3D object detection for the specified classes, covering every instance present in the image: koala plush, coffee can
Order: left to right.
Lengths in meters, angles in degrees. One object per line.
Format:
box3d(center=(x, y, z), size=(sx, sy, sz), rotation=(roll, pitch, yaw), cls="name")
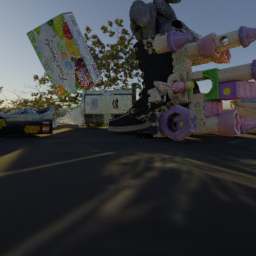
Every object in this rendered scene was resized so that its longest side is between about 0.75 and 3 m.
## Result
box3d(center=(-0.672, -0.738, 10.673), size=(1.993, 1.459, 1.459), rotation=(0, 2, 2), cls="coffee can")
box3d(center=(1.253, -2.921, 8.595), size=(1.792, 2.021, 1.857), rotation=(-39, -17, -17), cls="koala plush")

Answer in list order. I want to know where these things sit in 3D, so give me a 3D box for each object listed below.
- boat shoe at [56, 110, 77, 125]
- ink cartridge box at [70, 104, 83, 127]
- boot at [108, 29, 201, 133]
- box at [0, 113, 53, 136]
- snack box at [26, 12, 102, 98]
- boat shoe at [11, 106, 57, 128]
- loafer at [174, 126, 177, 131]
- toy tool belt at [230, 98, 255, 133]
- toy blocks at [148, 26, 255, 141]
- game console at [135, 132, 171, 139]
box3d(center=(-3.229, -0.631, 16.239), size=(0.899, 0.856, 2.497), rotation=(1, 2, 32), cls="boat shoe")
box3d(center=(-1.499, -0.785, 12.480), size=(1.474, 0.851, 2.026), rotation=(-32, 0, 5), cls="ink cartridge box")
box3d(center=(0.469, -0.945, 6.610), size=(2.649, 1.995, 0.969), rotation=(-12, -3, 43), cls="boot")
box3d(center=(-2.931, -0.064, 5.764), size=(2.318, 0.462, 1.587), rotation=(-1, 2, -34), cls="box")
box3d(center=(-2.637, -2.954, 11.685), size=(2.103, 2.957, 0.783), rotation=(-14, 18, 31), cls="snack box")
box3d(center=(-3.079, -0.352, 9.069), size=(0.926, 0.806, 2.513), rotation=(1, 2, 16), cls="boat shoe")
box3d(center=(1.555, -0.191, 7.240), size=(1.736, 0.616, 0.634), rotation=(2, 3, 45), cls="loafer")
box3d(center=(3.749, -0.590, 7.019), size=(2.317, 1.424, 1.447), rotation=(1, 2, 23), cls="toy tool belt")
box3d(center=(1.662, -0.807, 4.970), size=(1.816, 2.016, 2.157), rotation=(-4, -4, 35), cls="toy blocks")
box3d(center=(0.566, 0.141, 5.255), size=(0.830, 0.100, 0.489), rotation=(3, 4, 44), cls="game console")
